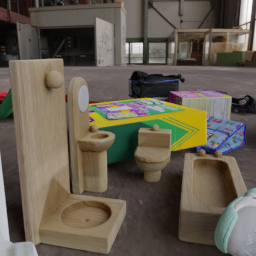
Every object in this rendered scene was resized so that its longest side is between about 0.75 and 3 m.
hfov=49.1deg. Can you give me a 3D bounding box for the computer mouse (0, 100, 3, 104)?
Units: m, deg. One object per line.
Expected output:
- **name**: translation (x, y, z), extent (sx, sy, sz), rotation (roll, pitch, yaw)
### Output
- **computer mouse**: translation (-5.388, -1.162, 12.568), extent (1.109, 0.189, 0.325), rotation (1, 9, 1)

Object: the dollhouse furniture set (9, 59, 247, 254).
- **dollhouse furniture set**: translation (0.348, 0.127, 4.009), extent (2.675, 2.180, 2.544), rotation (3, 16, 12)

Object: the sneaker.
- **sneaker**: translation (1.923, 1.167, 2.621), extent (1.966, 0.764, 1.375), rotation (3, 15, -24)

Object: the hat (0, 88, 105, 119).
- **hat**: translation (-2.922, -0.662, 10.121), extent (2.409, 2.267, 2.737), rotation (39, -21, -33)

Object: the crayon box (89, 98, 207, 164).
- **crayon box**: translation (0.033, -0.092, 6.896), extent (2.511, 0.848, 2.910), rotation (-8, 15, -20)

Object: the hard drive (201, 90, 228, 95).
- **hard drive**: translation (3.991, -1.668, 14.152), extent (1.857, 0.305, 1.296), rotation (-14, 21, -42)

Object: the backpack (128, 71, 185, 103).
- **backpack**: translation (0.940, -1.567, 11.417), extent (2.059, 1.587, 1.962), rotation (-2, 20, -23)

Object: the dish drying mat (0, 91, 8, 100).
- **dish drying mat**: translation (-5.723, -1.585, 13.537), extent (1.126, 0.267, 2.933), rotation (0, 10, -8)

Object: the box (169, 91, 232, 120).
- **box**: translation (2.505, -0.812, 9.999), extent (1.742, 0.842, 1.533), rotation (-1, 15, -7)

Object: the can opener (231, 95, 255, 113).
- **can opener**: translation (4.275, -0.931, 11.152), extent (0.688, 0.853, 2.170), rotation (-46, 27, -12)

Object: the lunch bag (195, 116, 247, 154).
- **lunch bag**: translation (2.071, 0.279, 6.804), extent (1.306, 0.614, 0.983), rotation (-25, 27, -31)
